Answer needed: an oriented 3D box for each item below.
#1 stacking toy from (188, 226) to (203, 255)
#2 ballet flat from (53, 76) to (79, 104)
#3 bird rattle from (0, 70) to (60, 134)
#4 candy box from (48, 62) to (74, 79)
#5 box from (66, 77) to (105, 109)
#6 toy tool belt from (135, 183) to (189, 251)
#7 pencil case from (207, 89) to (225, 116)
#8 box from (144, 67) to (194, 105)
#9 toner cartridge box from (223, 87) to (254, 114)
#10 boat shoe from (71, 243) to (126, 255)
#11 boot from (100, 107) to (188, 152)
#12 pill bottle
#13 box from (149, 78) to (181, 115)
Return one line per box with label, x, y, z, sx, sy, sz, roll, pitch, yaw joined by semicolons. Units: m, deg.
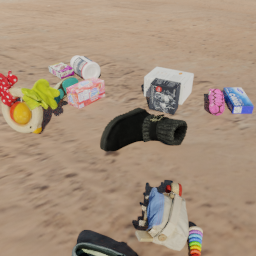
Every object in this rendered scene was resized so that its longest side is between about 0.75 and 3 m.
stacking toy;1.505;2.615;6.204;0.343;0.343;0.804;5;39;7
ballet flat;-2.999;-1.631;12.189;0.781;0.781;2.248;13;36;18
bird rattle;-3.775;-0.824;9.659;2.552;2.081;1.438;9;18;10
candy box;-3.444;-2.988;14.468;0.825;0.369;1.209;-28;42;-34
box;-1.770;-1.527;11.916;0.735;0.797;1.553;26;42;33
toy tool belt;0.753;1.909;6.544;1.111;1.129;1.808;9;33;-1
pencil case;3.566;-1.093;11.415;0.643;0.664;1.417;-36;18;28
box;1.776;-1.887;12.298;1.794;0.954;1.366;17;38;24
toner cartridge box;4.585;-1.182;11.780;0.805;0.366;1.695;1;34;1
boat shoe;-0.180;2.868;5.474;2.185;0.675;0.796;14;36;20
boot;0.580;0.196;9.149;1.997;1.005;2.672;23;40;30
pill bottle;-2.187;-3.037;13.996;0.986;0.986;1.648;-21;39;-28
box;1.466;-1.270;11.171;1.081;1.187;0.618;14;37;20
